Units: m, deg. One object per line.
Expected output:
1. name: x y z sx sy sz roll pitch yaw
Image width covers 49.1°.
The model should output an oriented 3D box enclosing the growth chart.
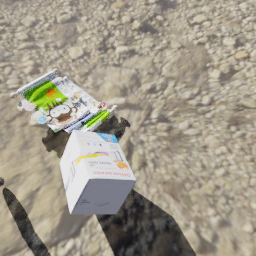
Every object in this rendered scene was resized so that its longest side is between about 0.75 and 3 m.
1. growth chart: -1.761 -0.643 7.629 2.486 0.220 1.799 34 58 12

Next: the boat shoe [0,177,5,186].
1. boat shoe: -3.005 1.241 6.315 0.322 0.897 0.291 -6 70 -15

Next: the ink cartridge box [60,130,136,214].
1. ink cartridge box: -0.700 0.944 6.005 1.081 1.063 1.469 9 33 -31
